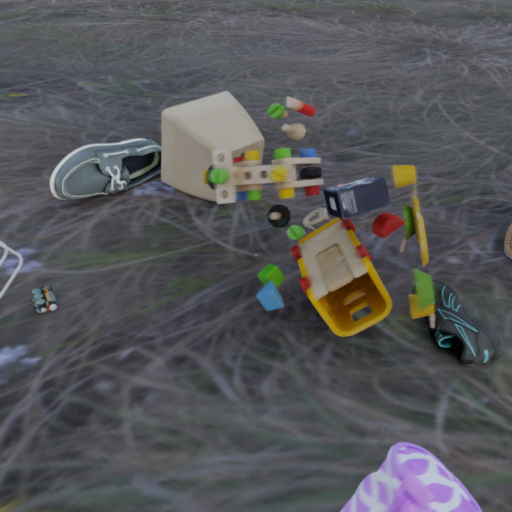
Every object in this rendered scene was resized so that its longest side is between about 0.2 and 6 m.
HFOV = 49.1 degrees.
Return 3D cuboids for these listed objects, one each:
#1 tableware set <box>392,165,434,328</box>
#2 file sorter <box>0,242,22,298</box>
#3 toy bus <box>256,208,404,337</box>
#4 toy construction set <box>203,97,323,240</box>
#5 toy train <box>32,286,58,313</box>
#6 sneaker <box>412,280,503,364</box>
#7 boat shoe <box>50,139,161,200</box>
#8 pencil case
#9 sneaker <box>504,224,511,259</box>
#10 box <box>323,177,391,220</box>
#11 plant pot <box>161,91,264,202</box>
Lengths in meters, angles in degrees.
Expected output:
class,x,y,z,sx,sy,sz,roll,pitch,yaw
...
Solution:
class,x,y,z,sx,sy,sz,roll,pitch,yaw
tableware set,2.455,-0.229,8.849,0.401,1.762,2.615,-7,66,15
file sorter,-5.368,-0.021,9.933,1.952,1.354,1.215,24,78,30
toy bus,1.475,0.308,9.827,2.341,1.282,2.481,-3,39,51
toy construction set,0.135,-1.662,9.691,1.905,2.285,1.756,27,14,24
toy train,-3.825,0.787,10.140,0.369,0.276,0.647,-9,35,-29
sneaker,3.164,1.062,9.328,0.774,0.737,1.954,-16,38,-19
boat shoe,-3.405,-2.095,13.491,0.986,1.162,3.192,20,34,33
pencil case,0.935,2.917,5.202,1.087,2.542,1.067,22,18,-42
sneaker,5.866,-0.576,11.817,0.722,1.117,2.059,27,74,29
box,1.632,-0.963,9.185,0.818,0.467,0.898,-15,11,-6
plant pot,-0.936,-2.468,13.456,2.015,2.017,1.786,-28,53,-34
